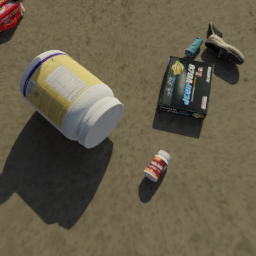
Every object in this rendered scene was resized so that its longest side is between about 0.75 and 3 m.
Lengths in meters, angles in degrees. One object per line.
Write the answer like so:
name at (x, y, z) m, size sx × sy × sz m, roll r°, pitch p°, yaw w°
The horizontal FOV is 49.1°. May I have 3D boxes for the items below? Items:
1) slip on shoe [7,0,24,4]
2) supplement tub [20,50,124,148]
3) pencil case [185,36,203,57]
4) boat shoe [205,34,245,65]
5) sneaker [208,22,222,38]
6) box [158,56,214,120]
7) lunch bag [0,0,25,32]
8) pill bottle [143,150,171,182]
slip on shoe at (-2.627, -4.425, 7.896) m, size 2.294 × 0.872 × 0.695 m, roll -39°, pitch 47°, yaw 5°
supplement tub at (-1.855, -0.957, 9.421) m, size 3.000 × 2.181 × 2.181 m, roll 39°, pitch 72°, yaw 15°
pencil case at (2.676, -3.300, 11.400) m, size 0.406 × 0.374 × 0.879 m, roll 41°, pitch 71°, yaw -6°
boat shoe at (3.824, -3.030, 11.180) m, size 0.575 × 0.638 × 1.775 m, roll -41°, pitch 71°, yaw -8°
sneaker at (3.681, -4.101, 11.820) m, size 0.429 × 0.302 × 0.807 m, roll -7°, pitch 75°, yaw -9°
box at (2.193, -1.545, 10.567) m, size 1.774 × 0.513 × 2.232 m, roll 13°, pitch 67°, yaw 5°
lunch bag at (-5.608, -4.892, 11.842) m, size 1.992 × 0.926 × 2.261 m, roll 39°, pitch 73°, yaw 10°
pill bottle at (0.990, 1.256, 9.355) m, size 0.548 × 0.548 × 0.960 m, roll 33°, pitch 71°, yaw 13°
